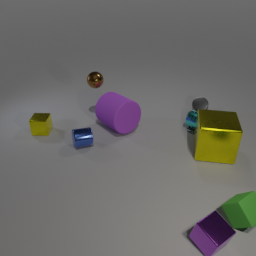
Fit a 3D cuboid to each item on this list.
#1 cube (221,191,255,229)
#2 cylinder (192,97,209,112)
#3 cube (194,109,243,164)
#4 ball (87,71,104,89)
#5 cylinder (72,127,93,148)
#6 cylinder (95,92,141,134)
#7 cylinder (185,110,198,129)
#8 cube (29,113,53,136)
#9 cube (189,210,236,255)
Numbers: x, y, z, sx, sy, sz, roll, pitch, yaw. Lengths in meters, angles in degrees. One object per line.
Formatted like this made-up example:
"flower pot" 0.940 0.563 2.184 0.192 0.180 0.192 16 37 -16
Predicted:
"cube" 3.108 2.191 7.501 0.700 0.700 0.700 -22 79 -29
"cylinder" 3.224 -0.930 12.517 0.700 0.700 0.700 -5 68 12
"cube" 3.186 0.285 10.148 1.400 1.400 1.400 5 32 8
"ball" -1.362 -1.996 11.643 0.700 0.700 0.700 0 32 0
"cylinder" -1.735 0.355 10.657 0.700 0.700 0.700 -8 33 -19
"cylinder" -0.415 -0.647 11.571 1.400 1.400 1.400 -23 35 -32
"cylinder" 2.876 -0.292 11.665 0.700 0.700 0.700 -25 39 -34
"cube" -3.573 -0.157 11.533 0.700 0.700 0.700 1 32 2
"cube" 2.076 2.630 6.932 0.700 0.700 0.700 -21 51 -29
